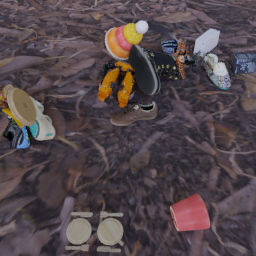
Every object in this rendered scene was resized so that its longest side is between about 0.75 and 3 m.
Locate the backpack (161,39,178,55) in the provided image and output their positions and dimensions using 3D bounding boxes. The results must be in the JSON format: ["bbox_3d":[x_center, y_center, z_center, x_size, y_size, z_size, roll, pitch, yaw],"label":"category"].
[{"bbox_3d":[2.059,-3.967,13.844,0.839,0.564,0.766,-5,44,-6],"label":"backpack"}]

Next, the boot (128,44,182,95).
[{"bbox_3d":[1.367,-2.336,11.458,2.191,1.047,2.901,5,42,-25],"label":"boot"}]

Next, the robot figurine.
[{"bbox_3d":[-0.352,-1.900,11.460,1.731,0.695,2.387,18,43,0],"label":"robot figurine"}]

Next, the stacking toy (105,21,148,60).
[{"bbox_3d":[0.111,-3.998,12.194,1.537,1.537,2.104,-40,15,-34],"label":"stacking toy"}]

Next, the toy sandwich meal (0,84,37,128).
[{"bbox_3d":[-2.691,-0.504,6.829,0.386,1.126,1.126,-22,43,12],"label":"toy sandwich meal"}]

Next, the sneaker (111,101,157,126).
[{"bbox_3d":[0.213,-0.601,10.295,1.790,0.676,0.631,-13,46,-14],"label":"sneaker"}]

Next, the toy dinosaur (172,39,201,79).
[{"bbox_3d":[2.353,-2.875,11.638,1.083,1.596,0.815,3,16,-6],"label":"toy dinosaur"}]

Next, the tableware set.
[{"bbox_3d":[-0.839,2.677,7.212,1.467,0.294,0.970,-1,56,7],"label":"tableware set"}]

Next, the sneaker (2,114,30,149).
[{"bbox_3d":[-3.972,-0.006,9.685,0.780,0.667,1.881,-14,48,-24],"label":"sneaker"}]

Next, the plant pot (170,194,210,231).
[{"bbox_3d":[1.577,2.251,7.293,0.804,0.909,0.909,-16,45,-1],"label":"plant pot"}]

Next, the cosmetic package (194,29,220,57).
[{"bbox_3d":[3.945,-4.282,14.014,0.556,0.791,1.560,29,50,27],"label":"cosmetic package"}]

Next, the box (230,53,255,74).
[{"bbox_3d":[5.236,-2.917,12.626,1.013,0.752,0.542,-4,44,-3],"label":"box"}]

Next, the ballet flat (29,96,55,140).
[{"bbox_3d":[-3.363,-0.460,10.168,0.910,0.910,2.620,-23,50,-22],"label":"ballet flat"}]

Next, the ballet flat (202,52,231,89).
[{"bbox_3d":[3.866,-2.656,12.341,0.834,0.834,2.318,-8,45,-8],"label":"ballet flat"}]
